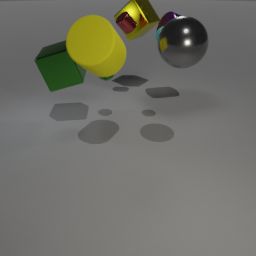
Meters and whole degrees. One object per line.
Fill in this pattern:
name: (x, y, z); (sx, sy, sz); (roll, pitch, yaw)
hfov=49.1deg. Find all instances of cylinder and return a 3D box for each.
cylinder: (-0.078, -4.670, 12.436); (0.700, 0.700, 0.700); (-28, 43, 29)
cylinder: (-0.872, -2.310, 8.120); (1.400, 1.400, 1.400); (7, -1, 13)
cylinder: (2.192, -4.213, 12.356); (1.400, 1.400, 1.400); (8, 22, -29)

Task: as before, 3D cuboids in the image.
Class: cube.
cube: (-2.558, -2.472, 10.941); (1.400, 1.400, 1.400); (-14, 33, 8)
cube: (0.472, -5.380, 13.800); (1.400, 1.400, 1.400); (-29, 6, 40)

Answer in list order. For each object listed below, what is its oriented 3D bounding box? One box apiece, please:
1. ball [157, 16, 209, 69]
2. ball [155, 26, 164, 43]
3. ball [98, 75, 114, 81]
ball: (1.530, -2.381, 7.845); (1.400, 1.400, 1.400); (0, 28, 0)
ball: (1.299, -3.149, 9.660); (0.700, 0.700, 0.700); (0, 28, 0)
ball: (-0.878, -2.226, 11.096); (0.700, 0.700, 0.700); (0, 28, 0)
